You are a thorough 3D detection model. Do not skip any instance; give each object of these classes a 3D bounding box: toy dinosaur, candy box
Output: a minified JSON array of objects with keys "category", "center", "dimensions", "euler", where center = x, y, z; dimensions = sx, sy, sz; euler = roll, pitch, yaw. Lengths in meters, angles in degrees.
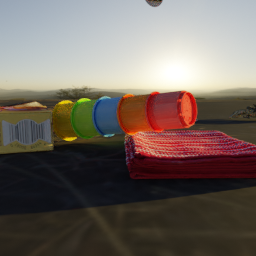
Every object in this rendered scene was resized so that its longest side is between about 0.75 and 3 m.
[{"category":"toy dinosaur","center":[4.960,-0.517,10.227],"dimensions":[2.403,0.570,1.059],"euler":[7,2,23]},{"category":"candy box","center":[-2.737,0.012,4.999],"dimensions":[2.620,0.740,1.529],"euler":[-4,9,-19]}]

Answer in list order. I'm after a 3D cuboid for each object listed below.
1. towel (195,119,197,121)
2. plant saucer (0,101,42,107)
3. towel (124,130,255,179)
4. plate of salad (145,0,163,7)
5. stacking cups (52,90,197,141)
[{"category":"towel","center":[2.032,-0.285,9.914],"dimensions":[0.691,0.110,0.963],"euler":[4,8,27]},{"category":"plant saucer","center":[-3.349,-0.297,7.051],"dimensions":[2.656,0.426,2.656],"euler":[-9,11,2]},{"category":"towel","center":[0.996,0.276,4.540],"dimensions":[2.099,0.326,2.902],"euler":[1,7,-2]},{"category":"plate of salad","center":[0.844,-4.649,9.719],"dimensions":[0.901,0.901,0.216],"euler":[7,38,47]},{"category":"stacking cups","center":[-0.189,-0.282,4.974],"dimensions":[2.807,0.849,0.849],"euler":[-7,1,38]}]
